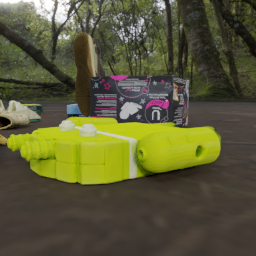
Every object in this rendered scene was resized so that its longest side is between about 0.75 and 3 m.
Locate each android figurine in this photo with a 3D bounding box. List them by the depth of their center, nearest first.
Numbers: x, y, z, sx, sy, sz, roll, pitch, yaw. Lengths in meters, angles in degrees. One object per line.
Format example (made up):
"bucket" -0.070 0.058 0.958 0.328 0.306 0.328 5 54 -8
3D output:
"android figurine" -0.110 0.183 3.703 2.675 0.549 2.435 -2 7 -32

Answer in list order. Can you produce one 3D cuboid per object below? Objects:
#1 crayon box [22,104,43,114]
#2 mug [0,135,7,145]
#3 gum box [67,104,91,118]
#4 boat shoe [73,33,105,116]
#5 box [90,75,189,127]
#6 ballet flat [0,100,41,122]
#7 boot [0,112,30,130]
"crayon box" -5.081 -0.951 14.044 1.163 0.465 1.831 -4 8 -31
"mug" -2.505 0.024 4.727 0.686 0.669 0.836 17 22 42
"gum box" -1.224 -0.796 12.213 2.134 0.560 2.512 1 6 7
"boat shoe" -1.140 -1.686 8.967 0.964 2.634 0.854 -4 -3 42
"box" 0.343 -0.706 7.825 2.396 1.375 1.583 5 6 27
"ballet flat" -3.872 -0.524 8.917 0.817 0.817 2.353 6 8 42
"boot" -3.415 -0.193 7.546 1.197 0.436 0.931 5 7 10
